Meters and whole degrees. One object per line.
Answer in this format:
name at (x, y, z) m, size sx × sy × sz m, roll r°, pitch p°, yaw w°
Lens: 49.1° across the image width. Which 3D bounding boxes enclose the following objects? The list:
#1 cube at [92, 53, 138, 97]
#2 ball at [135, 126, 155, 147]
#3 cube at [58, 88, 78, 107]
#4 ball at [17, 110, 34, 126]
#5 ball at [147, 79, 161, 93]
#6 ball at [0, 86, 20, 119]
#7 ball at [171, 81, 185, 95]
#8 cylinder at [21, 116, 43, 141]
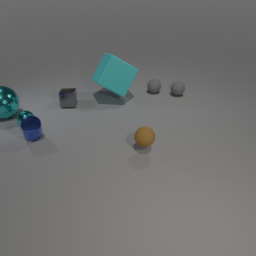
cube at (-0.623, -2.446, 12.864) m, size 1.400 × 1.400 × 1.400 m, roll 25°, pitch 9°, yaw -25°
ball at (0.572, 0.294, 9.463) m, size 0.700 × 0.700 × 0.700 m, roll 0°, pitch 30°, yaw 0°
cube at (-2.741, -1.397, 12.882) m, size 0.700 × 0.700 × 0.700 m, roll -2°, pitch 24°, yaw -1°
ball at (-4.071, -0.356, 11.184) m, size 0.700 × 0.700 × 0.700 m, roll 0°, pitch 30°, yaw 0°
ball at (1.335, -2.130, 14.176) m, size 0.700 × 0.700 × 0.700 m, roll 0°, pitch 30°, yaw 0°
ball at (-5.283, -1.065, 11.751) m, size 1.400 × 1.400 × 1.400 m, roll 0°, pitch 30°, yaw 0°
ball at (2.474, -1.973, 13.893) m, size 0.700 × 0.700 × 0.700 m, roll 0°, pitch 30°, yaw 0°
cylinder at (-3.528, 0.022, 10.290) m, size 0.700 × 0.700 × 0.700 m, roll 6°, pitch 59°, yaw -9°
